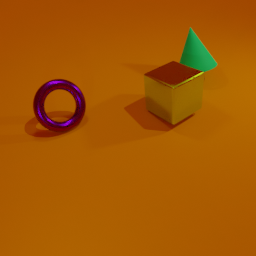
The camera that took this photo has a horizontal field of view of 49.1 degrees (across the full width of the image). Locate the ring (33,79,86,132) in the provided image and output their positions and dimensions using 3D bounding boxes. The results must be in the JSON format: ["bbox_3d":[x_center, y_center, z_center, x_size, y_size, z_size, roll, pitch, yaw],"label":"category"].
[{"bbox_3d":[-2.078,-0.685,8.619,1.635,1.635,0.327,-27,18,-24],"label":"ring"}]

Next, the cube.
[{"bbox_3d":[1.458,-1.168,8.992,1.343,1.343,1.343,-29,42,-27],"label":"cube"}]

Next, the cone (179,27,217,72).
[{"bbox_3d":[2.387,-2.899,10.206,1.501,1.506,1.501,-13,23,6],"label":"cone"}]
